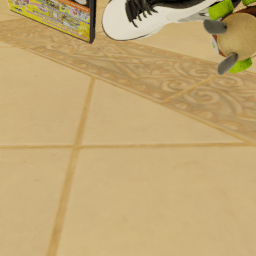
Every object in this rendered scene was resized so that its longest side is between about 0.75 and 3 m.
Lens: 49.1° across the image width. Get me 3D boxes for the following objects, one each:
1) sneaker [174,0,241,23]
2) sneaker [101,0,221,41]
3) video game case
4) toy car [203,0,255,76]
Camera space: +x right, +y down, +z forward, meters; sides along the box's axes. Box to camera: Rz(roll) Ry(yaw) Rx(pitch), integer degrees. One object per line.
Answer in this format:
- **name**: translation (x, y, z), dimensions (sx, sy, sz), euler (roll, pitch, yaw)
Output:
- **sneaker**: translation (2.634, -3.504, 7.818), dimensions (2.965, 1.112, 1.712), euler (-23, 24, -28)
- **sneaker**: translation (0.400, -1.876, 3.922), dimensions (2.615, 0.964, 1.046), euler (-10, 21, 47)
- **video game case**: translation (-2.185, -3.703, 7.635), dimensions (2.806, 2.536, 0.358), euler (23, 68, 0)
- **toy car**: translation (1.813, -1.541, 4.866), dimensions (1.649, 1.355, 1.301), euler (-34, 15, -37)
